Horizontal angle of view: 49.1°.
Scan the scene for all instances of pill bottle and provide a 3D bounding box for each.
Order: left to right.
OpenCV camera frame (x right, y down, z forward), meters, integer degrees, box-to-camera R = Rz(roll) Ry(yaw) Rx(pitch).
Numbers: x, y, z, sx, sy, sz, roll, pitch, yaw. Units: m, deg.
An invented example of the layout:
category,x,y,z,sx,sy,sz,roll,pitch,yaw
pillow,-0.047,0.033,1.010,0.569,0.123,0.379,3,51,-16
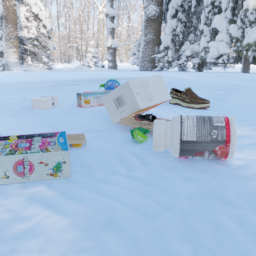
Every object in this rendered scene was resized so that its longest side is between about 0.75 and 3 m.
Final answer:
category,x,y,z,sx,sy,sz,roll,pitch,yaw
pill bottle,1.767,0.237,7.667,2.132,1.180,1.180,2,15,8

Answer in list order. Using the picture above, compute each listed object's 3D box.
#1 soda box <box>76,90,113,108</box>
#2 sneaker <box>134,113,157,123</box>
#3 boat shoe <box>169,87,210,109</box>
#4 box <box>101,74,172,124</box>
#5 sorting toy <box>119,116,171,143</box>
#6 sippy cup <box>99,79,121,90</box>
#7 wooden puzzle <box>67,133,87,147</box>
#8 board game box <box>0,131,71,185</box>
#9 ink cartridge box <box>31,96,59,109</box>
category,x,y,z,sx,sy,sz,roll,pitch,yaw
soda box,-1.724,-1.675,15.794,2.305,0.788,0.733,-9,17,-32
sneaker,0.638,-0.373,9.805,0.843,0.298,0.412,7,-9,-20
boat shoe,3.300,-1.730,15.484,1.053,1.054,2.850,-11,18,-37
box,0.396,-1.253,11.851,1.759,1.229,2.311,-26,-3,43
sorting toy,0.734,-0.016,10.176,2.103,0.419,2.846,16,18,37
sippy cup,-1.096,-2.599,18.914,1.551,1.218,1.136,-20,21,14
wooden puzzle,-1.890,0.414,8.884,1.094,0.273,1.181,-3,10,-12
board game box,-2.616,0.693,6.852,2.297,0.738,1.694,-3,16,-15
ink cartridge box,-4.490,-1.400,15.215,0.946,0.555,1.292,2,16,12
